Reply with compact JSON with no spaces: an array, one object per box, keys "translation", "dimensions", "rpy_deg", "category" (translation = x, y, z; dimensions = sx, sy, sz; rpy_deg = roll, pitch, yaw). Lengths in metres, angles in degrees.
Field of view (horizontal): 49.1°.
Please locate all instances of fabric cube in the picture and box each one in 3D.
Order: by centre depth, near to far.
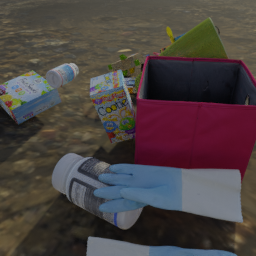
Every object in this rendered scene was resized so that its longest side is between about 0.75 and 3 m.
[{"translation":[1.529,-0.114,6.874],"dimensions":[2.521,2.513,2.473],"rpy_deg":[4,33,7],"category":"fabric cube"}]

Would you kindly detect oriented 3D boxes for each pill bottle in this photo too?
[{"translation":[-0.638,1.285,6.089],"dimensions":[1.926,1.096,1.096],"rpy_deg":[19,39,26],"category":"pill bottle"},{"translation":[-1.896,-1.569,8.231],"dimensions":[0.539,0.539,0.992],"rpy_deg":[15,33,21],"category":"pill bottle"}]

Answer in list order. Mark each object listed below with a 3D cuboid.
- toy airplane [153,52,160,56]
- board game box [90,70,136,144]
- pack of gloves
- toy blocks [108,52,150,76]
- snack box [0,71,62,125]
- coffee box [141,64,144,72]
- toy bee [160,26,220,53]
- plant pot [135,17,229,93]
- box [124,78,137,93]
[{"translation":[1.603,-3.608,14.184],"dimensions":[0.856,0.157,0.856],"rpy_deg":[3,37,-2],"category":"toy airplane"},{"translation":[-0.337,-0.560,7.799],"dimensions":[0.897,1.742,0.913],"rpy_deg":[-15,39,7],"category":"board game box"},{"translation":[0.664,1.753,4.806],"dimensions":[2.769,0.546,2.326],"rpy_deg":[2,70,3],"category":"pack of gloves"},{"translation":[0.150,-2.956,12.439],"dimensions":[1.778,0.889,1.216],"rpy_deg":[-8,21,45],"category":"toy blocks"},{"translation":[-3.599,-1.155,9.889],"dimensions":[1.685,0.676,1.998],"rpy_deg":[-32,46,-25],"category":"snack box"},{"translation":[1.387,-2.457,12.090],"dimensions":[1.463,0.583,0.837],"rpy_deg":[-12,36,-17],"category":"coffee box"},{"translation":[1.845,-3.048,10.211],"dimensions":[1.314,2.418,1.583],"rpy_deg":[-29,81,-32],"category":"toy bee"},{"translation":[1.756,-1.576,8.960],"dimensions":[2.849,2.665,2.665],"rpy_deg":[-23,29,19],"category":"plant pot"},{"translation":[0.068,-1.711,11.240],"dimensions":[1.531,0.317,0.911],"rpy_deg":[-2,34,-7],"category":"box"}]
